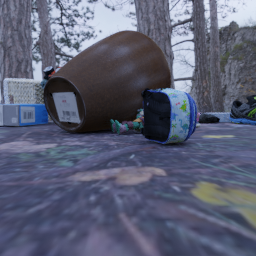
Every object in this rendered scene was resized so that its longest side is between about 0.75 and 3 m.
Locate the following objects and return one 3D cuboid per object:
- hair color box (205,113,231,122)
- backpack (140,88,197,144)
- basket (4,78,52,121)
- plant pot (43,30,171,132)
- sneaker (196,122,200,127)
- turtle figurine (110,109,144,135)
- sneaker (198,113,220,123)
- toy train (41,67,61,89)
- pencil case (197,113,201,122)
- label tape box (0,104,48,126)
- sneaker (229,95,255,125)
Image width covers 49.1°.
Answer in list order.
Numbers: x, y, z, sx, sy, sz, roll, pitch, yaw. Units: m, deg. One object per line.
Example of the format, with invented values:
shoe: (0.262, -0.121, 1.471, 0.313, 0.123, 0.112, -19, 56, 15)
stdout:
hair color box: (4.221, -0.470, 12.683, 1.418, 0.430, 0.702, 0, 4, 5)
backpack: (0.739, -0.211, 4.818, 0.771, 0.959, 1.049, -2, 8, -18)
basket: (-4.096, -1.183, 12.054, 1.516, 1.868, 1.885, 3, 10, 19)
plant pot: (-0.704, -1.065, 7.694, 2.786, 2.786, 2.981, 3, 24, 35)
sneaker: (2.044, -0.245, 9.270, 0.386, 0.435, 1.029, -1, 4, -18)
turtle figurine: (0.323, -0.215, 6.837, 1.419, 0.714, 1.062, -18, -7, -17)
sneaker: (3.418, -0.390, 11.765, 1.182, 0.449, 0.536, -8, 18, -39)
toy train: (-2.413, -1.314, 11.393, 1.504, 2.639, 1.125, 2, 40, 31)
pencil case: (3.745, -0.518, 13.461, 1.068, 0.462, 0.442, -1, -31, -19)
label tape box: (-4.507, -0.500, 10.337, 2.490, 0.788, 1.796, 1, 4, 16)
sneaker: (4.973, -0.703, 10.667, 0.989, 1.156, 2.789, -3, 5, -25)
